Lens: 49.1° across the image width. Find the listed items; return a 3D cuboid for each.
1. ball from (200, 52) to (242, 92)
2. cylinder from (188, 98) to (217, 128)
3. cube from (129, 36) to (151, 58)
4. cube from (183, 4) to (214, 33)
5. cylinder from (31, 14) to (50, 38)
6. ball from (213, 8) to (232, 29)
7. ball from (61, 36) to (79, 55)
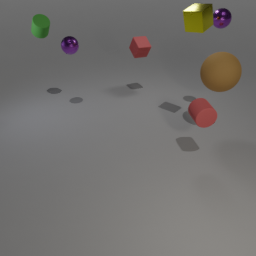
[{"bbox_3d":[3.283,-1.981,9.939,1.400,1.400,1.400,0,30,0],"label":"ball"},{"bbox_3d":[2.328,-0.479,8.774,0.700,0.700,0.700,-5,35,-9],"label":"cylinder"},{"bbox_3d":[0.570,-3.819,13.232,0.700,0.700,0.700,-13,66,-25],"label":"cube"},{"bbox_3d":[2.318,-3.617,9.219,0.700,0.700,0.700,21,51,39],"label":"cube"},{"bbox_3d":[-3.613,-4.199,11.577,0.700,0.700,0.700,8,68,-20],"label":"cylinder"},{"bbox_3d":[3.411,-3.992,10.208,0.700,0.700,0.700,0,30,0],"label":"ball"},{"bbox_3d":[-2.283,-3.246,11.004,0.700,0.700,0.700,0,30,0],"label":"ball"}]
